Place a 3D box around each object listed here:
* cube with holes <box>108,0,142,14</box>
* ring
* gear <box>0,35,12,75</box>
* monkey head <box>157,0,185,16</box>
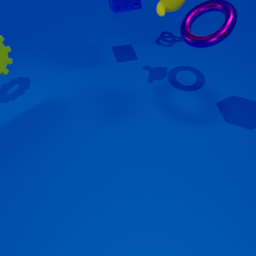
[{"bbox_3d":[-0.160,-4.421,9.184,0.940,0.940,0.940,-13,36,-5],"label":"cube with holes"},{"bbox_3d":[2.263,-2.978,7.973,1.610,0.322,1.610,-14,60,25],"label":"ring"},{"bbox_3d":[-4.228,-2.143,8.299,0.279,1.507,1.507,8,39,41],"label":"gear"},{"bbox_3d":[1.059,-3.571,7.361,0.980,1.362,0.821,35,5,-11],"label":"monkey head"}]
